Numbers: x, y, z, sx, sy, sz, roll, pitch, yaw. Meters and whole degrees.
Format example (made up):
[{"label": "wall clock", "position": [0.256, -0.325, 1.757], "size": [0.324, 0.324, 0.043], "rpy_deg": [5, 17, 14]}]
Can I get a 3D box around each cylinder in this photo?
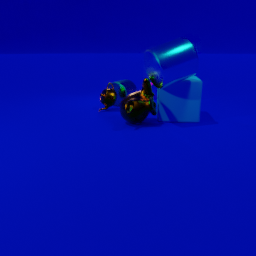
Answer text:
[{"label": "cylinder", "position": [-0.267, -1.515, 11.951], "size": [1.011, 1.011, 1.011], "rpy_deg": [8, 19, 26]}, {"label": "cylinder", "position": [1.277, -1.946, 8.413], "size": [1.221, 1.221, 1.221], "rpy_deg": [-23, 22, -12]}]

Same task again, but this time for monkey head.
[{"label": "monkey head", "position": [0.282, -0.860, 9.005], "size": [1.171, 1.398, 1.944], "rpy_deg": [-8, 5, 1]}]

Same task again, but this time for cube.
[{"label": "cube", "position": [1.716, -1.032, 9.674], "size": [1.387, 1.387, 1.387], "rpy_deg": [1, 17, 5]}]

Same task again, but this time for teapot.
[{"label": "teapot", "position": [-0.809, -1.152, 10.768], "size": [0.596, 1.218, 0.757], "rpy_deg": [16, 0, -29]}]

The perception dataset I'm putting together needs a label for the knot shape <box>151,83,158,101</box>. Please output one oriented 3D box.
[{"label": "knot shape", "position": [1.369, -1.760, 11.303], "size": [1.236, 1.157, 0.571], "rpy_deg": [-23, 44, -39]}]
